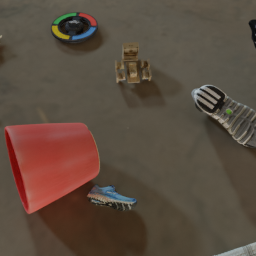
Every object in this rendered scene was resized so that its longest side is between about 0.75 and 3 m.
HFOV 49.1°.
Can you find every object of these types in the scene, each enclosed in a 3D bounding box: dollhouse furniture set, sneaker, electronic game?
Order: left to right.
[{"bbox_3d":[-1.931,-3.653,10.122,1.700,0.354,1.700,0,54,0],"label":"electronic game"},{"bbox_3d":[-0.333,1.523,6.370,1.134,0.444,0.510,12,52,8],"label":"sneaker"},{"bbox_3d":[0.120,-1.954,8.848,1.051,0.797,1.200,-4,77,-3],"label":"dollhouse furniture set"},{"bbox_3d":[2.618,-0.400,7.513,2.255,1.302,0.846,39,96,-10],"label":"sneaker"}]

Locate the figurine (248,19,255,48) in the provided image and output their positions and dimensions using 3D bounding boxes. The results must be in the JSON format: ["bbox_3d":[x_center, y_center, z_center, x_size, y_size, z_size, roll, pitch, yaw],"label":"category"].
[{"bbox_3d":[4.976,-1.936,7.952,2.835,1.220,2.766,9,45,-28],"label":"figurine"}]

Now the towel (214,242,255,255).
[{"bbox_3d":[2.509,2.992,5.431,1.387,0.240,1.336,-11,55,-9],"label":"towel"}]

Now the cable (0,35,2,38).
[{"bbox_3d":[-5.136,-2.503,9.380,1.115,0.578,2.296,26,70,4],"label":"cable"}]

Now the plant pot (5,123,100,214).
[{"bbox_3d":[-1.637,0.690,6.178,1.650,1.865,1.865,-15,55,-27],"label":"plant pot"}]
